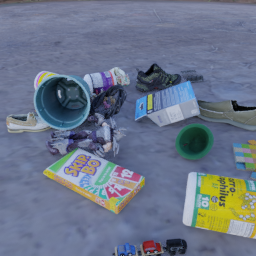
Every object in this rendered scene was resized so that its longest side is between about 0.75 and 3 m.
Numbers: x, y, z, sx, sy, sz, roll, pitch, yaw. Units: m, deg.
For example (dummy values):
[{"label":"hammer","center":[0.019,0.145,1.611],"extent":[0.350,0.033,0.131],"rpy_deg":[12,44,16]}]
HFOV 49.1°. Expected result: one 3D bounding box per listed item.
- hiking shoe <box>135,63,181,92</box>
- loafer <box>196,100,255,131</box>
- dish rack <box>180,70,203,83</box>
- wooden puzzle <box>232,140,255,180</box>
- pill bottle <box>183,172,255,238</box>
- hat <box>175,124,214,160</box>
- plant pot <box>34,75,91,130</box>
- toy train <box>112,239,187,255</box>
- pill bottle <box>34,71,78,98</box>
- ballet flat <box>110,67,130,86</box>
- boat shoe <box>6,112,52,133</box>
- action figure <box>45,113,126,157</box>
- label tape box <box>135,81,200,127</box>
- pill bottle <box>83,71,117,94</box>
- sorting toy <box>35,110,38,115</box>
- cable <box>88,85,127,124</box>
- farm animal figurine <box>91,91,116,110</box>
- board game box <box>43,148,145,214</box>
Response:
[{"label":"hiking shoe","center":[1.638,-2.654,14.353],"extent":[2.585,1.301,0.979],"rpy_deg":[-12,33,-19]},{"label":"loafer","center":[4.081,-0.790,11.563],"extent":[2.917,1.016,1.097],"rpy_deg":[15,34,23]},{"label":"dish rack","center":[3.555,-2.948,15.790],"extent":[1.017,0.362,1.325],"rpy_deg":[-7,30,-13]},{"label":"wooden puzzle","center":[4.304,0.996,9.457],"extent":[1.356,0.161,2.287],"rpy_deg":[6,32,10]},{"label":"pill bottle","center":[2.611,1.901,6.832],"extent":[2.377,1.340,1.340],"rpy_deg":[8,32,13]},{"label":"hat","center":[2.509,0.637,10.088],"extent":[1.268,1.347,1.531],"rpy_deg":[25,76,30]},{"label":"plant pot","center":[-2.448,-1.243,11.390],"extent":[2.111,2.111,2.068],"rpy_deg":[0,18,1]},{"label":"toy train","center":[0.506,2.750,6.350],"extent":[1.734,0.397,0.296],"rpy_deg":[-4,31,-6]},{"label":"pill bottle","center":[-3.250,-1.927,13.285],"extent":[2.267,1.182,1.182],"rpy_deg":[18,36,27]},{"label":"ballet flat","center":[-0.514,-2.962,15.470],"extent":[0.808,0.683,2.135],"rpy_deg":[-18,35,-26]},{"label":"boat shoe","center":[-3.823,-0.254,11.055],"extent":[1.853,0.634,0.692],"rpy_deg":[-8,32,-13]},{"label":"action figure","center":[-1.318,0.337,9.446],"extent":[2.637,0.915,1.716],"rpy_deg":[-10,39,3]},{"label":"label tape box","center":[1.606,-0.916,11.791],"extent":[2.501,0.827,1.792],"rpy_deg":[-20,28,16]},{"label":"pill bottle","center":[-1.577,-2.183,13.850],"extent":[1.852,1.032,1.032],"rpy_deg":[-12,33,-18]},{"label":"sorting toy","center":[-3.378,-0.581,12.047],"extent":[1.358,0.185,0.765],"rpy_deg":[18,31,27]},{"label":"cable","center":[-0.791,-1.011,11.197],"extent":[2.021,0.513,1.649],"rpy_deg":[-28,34,32]},{"label":"farm animal figurine","center":[-1.102,-1.376,12.893],"extent":[1.229,0.641,1.216],"rpy_deg":[-4,32,-7]},{"label":"board game box","center":[-1.111,1.443,8.543],"extent":[2.971,0.445,1.419],"rpy_deg":[17,34,30]}]
